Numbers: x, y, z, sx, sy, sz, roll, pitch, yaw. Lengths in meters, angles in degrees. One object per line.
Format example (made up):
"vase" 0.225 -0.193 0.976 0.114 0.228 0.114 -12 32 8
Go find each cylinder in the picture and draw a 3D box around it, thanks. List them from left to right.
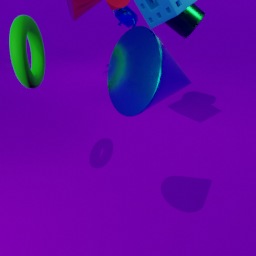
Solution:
"cylinder" 1.604 -3.230 8.137 0.902 0.902 0.902 36 33 -7

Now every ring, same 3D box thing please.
"ring" -1.835 -1.393 5.205 0.263 1.314 1.314 -2 32 0

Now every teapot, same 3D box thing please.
"teapot" -0.092 -4.311 10.966 1.569 0.768 0.975 50 19 26

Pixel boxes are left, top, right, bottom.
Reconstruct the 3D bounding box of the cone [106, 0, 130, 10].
"cone" -0.480 -4.395 9.840 0.937 0.937 0.940 -10 -7 -16

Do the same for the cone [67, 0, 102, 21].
"cone" -0.956 -4.099 8.214 1.630 1.623 1.623 -13 34 -13

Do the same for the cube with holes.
"cube with holes" 0.932 -3.323 6.730 1.140 1.140 1.140 -42 20 -19

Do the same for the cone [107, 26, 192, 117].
"cone" 0.511 -0.719 4.018 1.179 1.175 1.175 2 25 -36
